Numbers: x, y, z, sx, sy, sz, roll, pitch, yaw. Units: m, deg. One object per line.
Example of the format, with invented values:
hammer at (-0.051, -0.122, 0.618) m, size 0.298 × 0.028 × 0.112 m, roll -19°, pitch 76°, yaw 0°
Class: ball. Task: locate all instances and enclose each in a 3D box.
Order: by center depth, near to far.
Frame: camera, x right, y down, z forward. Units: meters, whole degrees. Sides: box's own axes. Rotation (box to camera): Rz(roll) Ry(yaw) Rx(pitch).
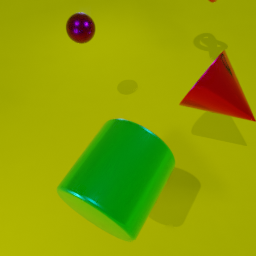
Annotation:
ball at (-1.143, -2.413, 6.785) m, size 0.715 × 0.715 × 0.715 m, roll 0°, pitch 54°, yaw 0°

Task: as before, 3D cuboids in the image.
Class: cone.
cone at (2.226, -0.635, 6.242) m, size 1.546 × 1.540 × 1.540 m, roll 40°, pitch 61°, yaw 6°

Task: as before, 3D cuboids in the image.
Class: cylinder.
cylinder at (-0.139, 0.698, 3.862) m, size 1.208 × 1.208 × 1.208 m, roll 25°, pitch 61°, yaw 18°

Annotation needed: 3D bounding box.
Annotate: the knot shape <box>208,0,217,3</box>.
knot shape at (2.154, -4.295, 7.808) m, size 0.798 × 1.726 × 1.615 m, roll -18°, pitch 91°, yaw -11°
